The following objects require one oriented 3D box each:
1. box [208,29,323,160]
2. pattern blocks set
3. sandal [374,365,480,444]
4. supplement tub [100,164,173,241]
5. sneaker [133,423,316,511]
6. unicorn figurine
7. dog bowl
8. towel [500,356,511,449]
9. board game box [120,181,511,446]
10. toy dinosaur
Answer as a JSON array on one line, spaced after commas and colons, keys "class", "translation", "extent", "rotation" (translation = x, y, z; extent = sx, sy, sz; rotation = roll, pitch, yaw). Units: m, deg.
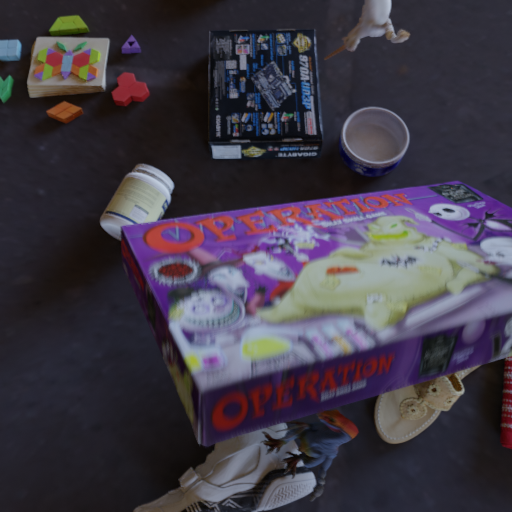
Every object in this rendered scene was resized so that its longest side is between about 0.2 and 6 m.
[{"class": "box", "translation": [0.130, -2.806, 9.612], "extent": [1.882, 0.545, 2.367], "rotation": [-2, 68, -1]}, {"class": "pattern blocks set", "translation": [-3.349, -3.404, 10.036], "extent": [2.592, 0.210, 2.278], "rotation": [-13, 69, -5]}, {"class": "sandal", "translation": [2.542, 1.644, 7.743], "extent": [2.273, 0.748, 0.833], "rotation": [-37, 73, -13]}, {"class": "supplement tub", "translation": [-1.823, -0.781, 8.678], "extent": [0.796, 0.796, 1.098], "rotation": [22, 70, 8]}, {"class": "sneaker", "translation": [-0.558, 2.709, 7.262], "extent": [2.446, 0.919, 1.406], "rotation": [-13, 68, -11]}, {"class": "unicorn figurine", "translation": [1.672, -3.421, 7.875], "extent": [0.619, 1.676, 1.151], "rotation": [-2, 34, -22]}, {"class": "dog bowl", "translation": [1.939, -1.891, 9.314], "extent": [1.101, 0.434, 1.101], "rotation": [0, 69, 0]}, {"class": "towel", "translation": [4.313, 1.808, 7.958], "extent": [1.569, 0.244, 2.169], "rotation": [12, 67, 7]}, {"class": "board game box", "translation": [1.337, 0.202, 6.654], "extent": [5.268, 0.851, 3.162], "rotation": [-10, 27, -22]}, {"class": "toy dinosaur", "translation": [0.694, 2.051, 6.517], "extent": [0.809, 1.399, 1.541], "rotation": [55, 33, 3]}]
